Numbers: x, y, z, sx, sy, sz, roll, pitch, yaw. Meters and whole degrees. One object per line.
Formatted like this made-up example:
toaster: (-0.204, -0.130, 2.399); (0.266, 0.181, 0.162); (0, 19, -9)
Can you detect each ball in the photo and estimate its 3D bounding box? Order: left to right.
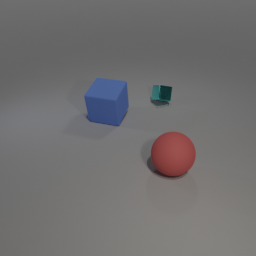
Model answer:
ball: (1.424, 0.810, 8.845); (1.400, 1.400, 1.400); (0, 30, 0)

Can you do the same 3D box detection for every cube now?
cube: (-0.865, -1.130, 11.949); (1.400, 1.400, 1.400); (10, 44, 16)
cube: (1.624, -1.675, 13.502); (0.700, 0.700, 0.700); (4, 5, -24)
